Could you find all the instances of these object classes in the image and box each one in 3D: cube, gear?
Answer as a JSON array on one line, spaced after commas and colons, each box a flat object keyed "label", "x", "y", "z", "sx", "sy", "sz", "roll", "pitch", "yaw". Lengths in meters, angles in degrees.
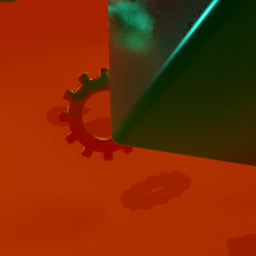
[{"label": "cube", "x": 0.645, "y": -0.597, "z": 1.479, "sx": 1.182, "sy": 1.182, "sz": 1.182, "roll": 10, "pitch": 56, "yaw": -22}, {"label": "gear", "x": -0.338, "y": -0.194, "z": 4.159, "sx": 1.339, "sy": 1.339, "sz": 0.248, "roll": -10, "pitch": 9, "yaw": -15}]

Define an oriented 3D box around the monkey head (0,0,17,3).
[{"label": "monkey head", "x": -2.238, "y": -2.839, "z": 4.728, "sx": 1.770, "sy": 1.273, "sz": 1.067, "roll": 9, "pitch": 10, "yaw": -21}]
